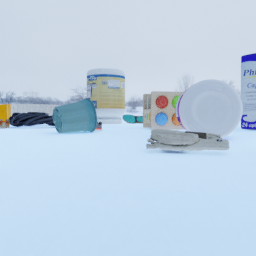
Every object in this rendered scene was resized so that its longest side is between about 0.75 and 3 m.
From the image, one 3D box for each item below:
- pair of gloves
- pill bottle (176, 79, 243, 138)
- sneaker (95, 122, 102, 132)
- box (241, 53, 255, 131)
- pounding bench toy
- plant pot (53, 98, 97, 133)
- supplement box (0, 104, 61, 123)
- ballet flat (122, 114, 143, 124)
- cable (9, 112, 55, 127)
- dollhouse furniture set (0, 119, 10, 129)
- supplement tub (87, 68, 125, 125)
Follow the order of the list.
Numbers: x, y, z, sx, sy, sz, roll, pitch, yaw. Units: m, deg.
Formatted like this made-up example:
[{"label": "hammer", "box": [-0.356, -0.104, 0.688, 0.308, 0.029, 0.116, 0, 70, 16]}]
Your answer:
[{"label": "pair of gloves", "box": [1.023, 0.233, 4.933, 1.328, 0.274, 1.562, 4, 6, 10]}, {"label": "pill bottle", "box": [1.965, -0.465, 7.339, 1.380, 1.380, 2.476, 0, 3, 7]}, {"label": "sneaker", "box": [-1.235, -0.141, 9.032, 0.386, 0.410, 1.001, 5, -6, 41]}, {"label": "box", "box": [5.335, -1.287, 10.283, 2.459, 2.674, 1.403, -3, 3, -44]}, {"label": "pounding bench toy", "box": [1.864, -0.678, 11.007, 2.270, 1.410, 1.770, 0, 3, -9]}, {"label": "plant pot", "box": [-1.686, -0.322, 8.704, 1.085, 1.107, 1.107, -11, 9, -33]}, {"label": "supplement box", "box": [-5.532, -0.786, 15.844, 2.972, 1.093, 1.873, -2, 4, -37]}, {"label": "ballet flat", "box": [0.355, -0.475, 16.278, 1.643, 0.557, 0.594, -1, -17, -24]}, {"label": "cable", "box": [-3.813, -0.306, 12.364, 2.306, 0.718, 2.826, 7, 4, 26]}, {"label": "dollhouse furniture set", "box": [-5.377, -0.247, 11.120, 1.041, 0.542, 1.052, 0, 3, 5]}, {"label": "supplement tub", "box": [-1.199, -1.662, 15.259, 2.105, 2.911, 2.105, 0, 2, 0]}]
